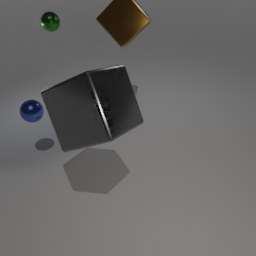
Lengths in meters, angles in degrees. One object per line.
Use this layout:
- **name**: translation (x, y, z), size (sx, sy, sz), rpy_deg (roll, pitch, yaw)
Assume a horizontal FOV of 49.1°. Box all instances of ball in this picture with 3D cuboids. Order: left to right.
- **ball**: translation (-2.900, -0.510, 8.451), size (0.700, 0.700, 0.700), rpy_deg (0, 34, 0)
- **ball**: translation (-2.845, -3.898, 10.277), size (0.700, 0.700, 0.700), rpy_deg (0, 34, 0)

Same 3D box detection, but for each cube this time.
- **cube**: translation (-0.737, -0.440, 6.128), size (1.400, 1.400, 1.400), rpy_deg (-14, 8, 34)
- **cube**: translation (-0.103, -4.029, 10.447), size (1.400, 1.400, 1.400), rpy_deg (-40, 11, 19)
